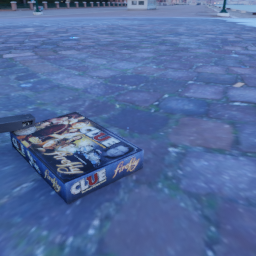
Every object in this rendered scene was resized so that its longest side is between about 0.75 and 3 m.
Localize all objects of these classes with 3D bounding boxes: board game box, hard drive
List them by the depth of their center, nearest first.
[{"bbox_3d":[-1.142,0.412,5.801,1.711,0.437,2.525,-20,32,-36],"label":"board game box"},{"bbox_3d":[-2.588,-0.091,5.966,1.122,0.237,0.757,-11,16,-26],"label":"hard drive"}]
